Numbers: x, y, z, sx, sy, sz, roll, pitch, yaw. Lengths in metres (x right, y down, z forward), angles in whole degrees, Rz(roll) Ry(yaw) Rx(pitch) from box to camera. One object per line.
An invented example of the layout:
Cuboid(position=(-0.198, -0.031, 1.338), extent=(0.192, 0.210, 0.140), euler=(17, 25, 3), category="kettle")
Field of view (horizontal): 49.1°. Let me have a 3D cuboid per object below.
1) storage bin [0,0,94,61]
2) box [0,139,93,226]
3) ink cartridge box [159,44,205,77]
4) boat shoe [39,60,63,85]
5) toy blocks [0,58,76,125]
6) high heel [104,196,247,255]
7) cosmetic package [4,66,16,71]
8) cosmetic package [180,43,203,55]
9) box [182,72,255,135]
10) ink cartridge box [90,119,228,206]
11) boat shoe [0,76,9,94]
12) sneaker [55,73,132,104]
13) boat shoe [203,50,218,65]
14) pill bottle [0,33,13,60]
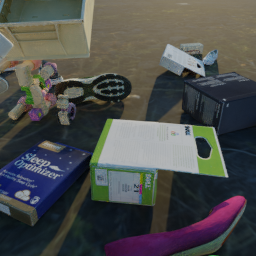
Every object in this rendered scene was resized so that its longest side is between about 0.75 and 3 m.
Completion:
Cuboid(position=(-2.308, -3.274, 7.643), extent=(2.666, 1.259, 2.686), euler=(-2, 60, 2), category="storage bin")
Cuboid(position=(-1.884, 0.960, 6.334), extent=(1.506, 0.403, 2.486), euler=(14, 32, 22), category="box")
Cuboid(position=(2.542, -3.014, 13.029), extent=(2.006, 0.503, 2.311), euler=(27, 32, -3), category="ink cartridge box")
Cuboid(position=(-3.307, -2.341, 11.654), extent=(0.700, 0.689, 1.942), euler=(-21, 36, -31), category="boat shoe")
Cuboid(position=(-2.593, -1.431, 8.768), extent=(2.182, 2.039, 1.836), euler=(5, 36, 14), category="toy blocks")
Cuboid(position=(0.886, 1.631, 4.633), extent=(2.548, 0.859, 1.225), euler=(-28, 51, -33), category="high heel")
Cuboid(position=(-6.227, -2.849, 12.655), extent=(2.173, 0.550, 0.897), euler=(-14, 33, -22), category="cosmetic package")
Cuboid(position=(3.434, -4.284, 15.176), extent=(1.119, 0.488, 0.578), euler=(-8, 31, -12), category="cosmetic package")
Cuboid(position=(3.063, -0.844, 8.709), extent=(2.060, 1.073, 1.876), euler=(-12, 31, -20), category="box")
Cuboid(position=(0.637, 0.719, 6.164), extent=(2.588, 0.980, 1.913), euler=(5, 30, 5), category="ink cartridge box")
Cuboid(position=(-2.760, -0.853, 5.307), extent=(1.279, 0.428, 0.364), euler=(-3, 32, 16), category="boat shoe")
Cuboid(position=(-1.233, -1.497, 10.054), extent=(2.718, 1.045, 1.204), euler=(-4, 20, -13), category="sneaker")
Cuboid(position=(4.087, -3.547, 13.855), extent=(0.545, 0.495, 1.482), euler=(20, 35, 19), category="boat shoe")
Cuboid(position=(-2.248, -0.567, 3.323), extent=(1.789, 0.993, 0.993), euler=(-51, 45, -4), category="pill bottle")
